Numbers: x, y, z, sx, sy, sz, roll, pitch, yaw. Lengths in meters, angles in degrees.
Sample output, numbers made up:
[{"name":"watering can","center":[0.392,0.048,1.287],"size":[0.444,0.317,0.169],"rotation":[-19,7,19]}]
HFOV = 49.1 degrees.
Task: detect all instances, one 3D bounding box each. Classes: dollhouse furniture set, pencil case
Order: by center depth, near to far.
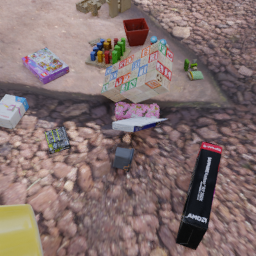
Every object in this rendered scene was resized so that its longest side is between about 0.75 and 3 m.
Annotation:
[{"name":"pencil case","center":[0.303,-0.535,9.736],"size":[1.561,0.646,0.675],"rotation":[3,48,4]},{"name":"dollhouse furniture set","center":[2.715,-2.412,11.458],"size":[0.587,0.450,0.896],"rotation":[-9,50,-7]},{"name":"dollhouse furniture set","center":[-1.325,-7.055,14.544],"size":[2.178,1.774,2.071],"rotation":[31,56,24]}]

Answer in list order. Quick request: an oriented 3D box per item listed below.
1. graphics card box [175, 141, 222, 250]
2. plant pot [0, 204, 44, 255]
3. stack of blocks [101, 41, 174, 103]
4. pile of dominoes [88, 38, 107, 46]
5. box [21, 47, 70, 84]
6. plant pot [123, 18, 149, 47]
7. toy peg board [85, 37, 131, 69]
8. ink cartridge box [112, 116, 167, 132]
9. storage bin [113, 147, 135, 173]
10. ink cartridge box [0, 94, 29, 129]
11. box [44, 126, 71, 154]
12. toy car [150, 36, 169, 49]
[{"name":"graphics card box","center":[1.848,1.715,7.254],"size":[0.605,1.492,2.378],"rotation":[16,51,13]},{"name":"plant pot","center":[-3.233,2.823,5.634],"size":[2.755,2.929,2.929],"rotation":[-7,48,-27]},{"name":"stack of blocks","center":[0.229,-1.672,9.513],"size":[2.579,0.755,1.485],"rotation":[-15,56,43]},{"name":"pile of dominoes","center":[-1.431,-4.022,13.057],"size":[0.759,0.121,0.592],"rotation":[-31,41,-27]},{"name":"box","center":[-3.458,-2.635,11.711],"size":[1.224,0.350,1.788],"rotation":[-33,57,-25]},{"name":"plant pot","center":[0.345,-4.320,12.795],"size":[1.015,0.895,1.016],"rotation":[-8,51,-7]},{"name":"toy peg board","center":[-0.845,-3.347,12.051],"size":[1.561,0.767,1.567],"rotation":[16,51,13]},{"name":"ink cartridge box","center":[0.380,-0.112,8.632],"size":[1.258,0.256,1.260],"rotation":[-14,14,-41]},{"name":"storage bin","center":[-0.146,0.940,8.238],"size":[0.519,0.773,0.563],"rotation":[12,47,1]},{"name":"ink cartridge box","center":[-4.175,-0.589,9.884],"size":[0.814,0.477,1.126],"rotation":[11,52,9]},{"name":"box","center":[-2.328,0.389,9.240],"size":[0.695,0.192,0.867],"rotation":[-17,52,-14]},{"name":"toy car","center":[1.221,-3.275,12.113],"size":[0.847,0.883,0.957],"rotation":[26,83,20]}]
